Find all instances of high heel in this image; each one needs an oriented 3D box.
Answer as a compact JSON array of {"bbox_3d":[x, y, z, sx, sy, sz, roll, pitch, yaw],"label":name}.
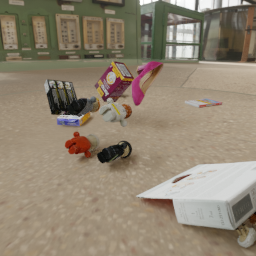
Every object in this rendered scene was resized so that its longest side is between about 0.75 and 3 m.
[{"bbox_3d":[0.826,-1.858,11.493,1.111,0.780,2.316,-7,44,24],"label":"high heel"}]

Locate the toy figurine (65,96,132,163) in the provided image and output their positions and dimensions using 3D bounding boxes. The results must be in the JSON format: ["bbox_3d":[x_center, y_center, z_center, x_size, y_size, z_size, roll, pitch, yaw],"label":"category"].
[{"bbox_3d":[-0.809,0.016,8.461,1.935,1.905,1.346,9,10,30],"label":"toy figurine"}]

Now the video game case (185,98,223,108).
[{"bbox_3d":[4.253,-1.421,15.760,1.687,0.147,1.206,-9,19,-24],"label":"video game case"}]

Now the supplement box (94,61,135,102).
[{"bbox_3d":[-0.591,-1.965,12.042,0.784,1.519,0.995,-6,57,-49],"label":"supplement box"}]

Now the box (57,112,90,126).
[{"bbox_3d":[-2.417,-0.452,12.449,1.037,0.361,1.742,3,21,10],"label":"box"}]

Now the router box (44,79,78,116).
[{"bbox_3d":[-2.102,-0.973,8.960,0.903,0.309,1.210,1,56,-35],"label":"router box"}]

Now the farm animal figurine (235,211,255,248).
[{"bbox_3d":[2.683,1.733,4.948,1.197,0.631,1.211,-22,-9,-45],"label":"farm animal figurine"}]

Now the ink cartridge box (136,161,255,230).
[{"bbox_3d":[1.905,1.379,6.341,2.666,0.581,2.314,-15,0,-41],"label":"ink cartridge box"}]
